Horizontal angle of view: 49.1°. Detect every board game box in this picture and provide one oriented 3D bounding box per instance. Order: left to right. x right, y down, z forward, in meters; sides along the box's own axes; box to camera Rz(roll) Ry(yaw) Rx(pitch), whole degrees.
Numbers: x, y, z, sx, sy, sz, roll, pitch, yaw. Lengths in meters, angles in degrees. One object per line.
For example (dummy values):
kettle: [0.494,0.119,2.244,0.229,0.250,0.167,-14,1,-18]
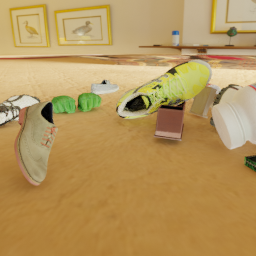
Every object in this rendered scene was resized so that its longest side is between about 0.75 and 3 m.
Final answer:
board game box: [3.204,0.670,5.111,1.846,0.217,0.967,-5,16,-16]

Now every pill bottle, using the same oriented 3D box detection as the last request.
pill bottle: [2.775,-1.301,10.329,0.787,0.787,1.315,-5,18,-14]
pill bottle: [3.110,-0.428,5.895,2.413,1.312,1.312,-21,17,5]

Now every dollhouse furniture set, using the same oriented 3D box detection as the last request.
dollhouse furniture set: [2.749,-0.697,8.859,1.409,0.917,1.294,14,8,-35]

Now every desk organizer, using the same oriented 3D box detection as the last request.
desk organizer: [1.096,-0.267,6.984,0.626,0.672,1.746,8,14,11]

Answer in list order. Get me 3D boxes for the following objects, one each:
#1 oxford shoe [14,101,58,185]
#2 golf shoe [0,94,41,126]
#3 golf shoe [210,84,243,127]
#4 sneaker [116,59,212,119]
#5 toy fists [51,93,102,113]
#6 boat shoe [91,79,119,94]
oxford shoe: [-1.510,0.167,4.765,0.603,0.568,1.611,-24,57,13]
golf shoe: [-3.336,-0.373,7.720,1.982,0.770,0.936,-15,33,-23]
golf shoe: [3.382,-0.576,7.551,2.930,1.131,1.290,-14,26,-36]
sneaker: [0.955,-0.899,7.695,2.865,1.080,1.095,-26,12,21]
toy fists: [-1.700,-0.819,9.216,1.671,0.574,0.852,-8,12,-19]
boat shoe: [-0.997,-1.866,12.439,0.556,0.568,1.595,15,23,40]
